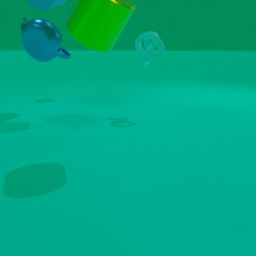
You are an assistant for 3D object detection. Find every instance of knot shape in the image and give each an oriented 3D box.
[{"bbox_3d":[0.637,-2.318,8.035,0.527,1.141,1.068,3,-5,-25],"label":"knot shape"}]

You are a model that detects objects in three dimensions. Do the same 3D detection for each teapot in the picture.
[{"bbox_3d":[-2.303,-2.422,7.580,1.790,1.113,0.877,38,31,1],"label":"teapot"}]

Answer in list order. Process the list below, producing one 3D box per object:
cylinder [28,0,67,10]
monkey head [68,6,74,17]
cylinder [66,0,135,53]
[{"bbox_3d":[-2.428,-4.150,8.426,0.984,0.984,0.984,6,33,18],"label":"cylinder"},{"bbox_3d":[-1.927,-4.261,10.985,0.747,0.892,1.240,13,-18,-37],"label":"monkey head"},{"bbox_3d":[-0.465,-1.891,4.721,0.882,0.882,0.882,25,34,-19],"label":"cylinder"}]
